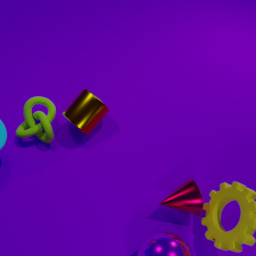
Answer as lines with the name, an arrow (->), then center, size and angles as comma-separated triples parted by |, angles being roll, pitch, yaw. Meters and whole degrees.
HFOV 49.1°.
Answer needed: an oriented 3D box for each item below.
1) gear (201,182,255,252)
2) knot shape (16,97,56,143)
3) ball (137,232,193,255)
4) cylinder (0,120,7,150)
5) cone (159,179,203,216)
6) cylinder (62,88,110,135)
gear -> 2.302, 1.969, 6.303 | 0.274, 1.480, 1.480 | 25, 52, -24
knot shape -> -2.780, -0.143, 8.356 | 1.313, 0.648, 1.403 | -22, 73, 20
ball -> 0.803, 2.897, 6.025 | 1.246, 1.246, 1.246 | 0, 55, 0
cylinder -> -4.078, 0.341, 7.327 | 1.291, 1.291, 1.291 | 30, 44, -33
cone -> 1.196, 1.784, 6.901 | 0.932, 0.928, 0.928 | -7, 55, -15
cylinder -> -1.242, -0.476, 8.328 | 1.019, 1.019, 1.019 | 38, 85, 23
